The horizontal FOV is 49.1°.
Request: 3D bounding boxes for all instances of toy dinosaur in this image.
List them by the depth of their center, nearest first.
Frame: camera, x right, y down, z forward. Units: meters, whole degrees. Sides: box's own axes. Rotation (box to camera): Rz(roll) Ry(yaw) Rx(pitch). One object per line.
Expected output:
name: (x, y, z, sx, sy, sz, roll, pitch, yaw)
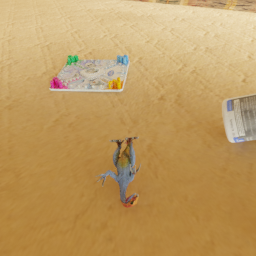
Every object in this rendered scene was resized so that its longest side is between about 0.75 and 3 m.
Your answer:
toy dinosaur: (0.035, 1.022, 6.682, 0.921, 1.592, 1.754, -8, -7, 23)

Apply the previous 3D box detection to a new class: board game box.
board game box: (-1.522, -2.425, 11.893, 2.927, 0.379, 2.927, 2, 37, 6)

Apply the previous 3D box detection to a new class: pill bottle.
pill bottle: (3.911, -0.373, 7.727, 2.313, 1.316, 1.316, -10, 30, 28)
